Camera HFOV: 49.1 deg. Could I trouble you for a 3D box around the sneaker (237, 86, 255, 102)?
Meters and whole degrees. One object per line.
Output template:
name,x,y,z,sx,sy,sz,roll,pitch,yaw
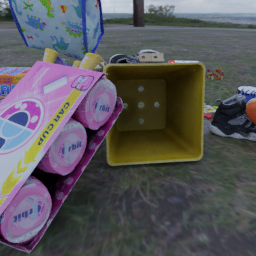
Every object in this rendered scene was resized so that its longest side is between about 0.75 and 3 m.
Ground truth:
sneaker,3.923,-0.692,8.256,1.576,1.103,2.729,4,8,27

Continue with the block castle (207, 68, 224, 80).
block castle,4.213,-2.635,13.498,0.628,0.441,0.940,0,24,0

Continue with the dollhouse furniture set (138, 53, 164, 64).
dollhouse furniture set,1.038,-2.417,12.617,1.136,1.143,1.622,-1,53,0

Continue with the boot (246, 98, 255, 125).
boot,3.363,0.080,6.437,1.046,0.732,1.950,-25,58,-26

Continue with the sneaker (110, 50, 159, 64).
sneaker,0.448,-3.300,14.345,2.797,1.056,1.592,-6,24,0

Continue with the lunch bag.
lunch bag,-1.904,-3.315,7.556,2.190,2.575,1.641,13,65,8

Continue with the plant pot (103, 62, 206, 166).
plant pot,0.458,-0.446,6.760,2.123,2.123,1.872,-3,11,-7

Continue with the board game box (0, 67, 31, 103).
board game box,-3.691,-1.210,9.156,1.318,1.317,1.317,2,23,4

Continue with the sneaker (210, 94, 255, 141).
sneaker,3.177,-0.288,7.345,1.911,1.088,0.721,6,24,13

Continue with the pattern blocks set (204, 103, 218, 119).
pattern blocks set,2.604,-0.605,9.307,1.063,0.098,1.209,-13,26,-27

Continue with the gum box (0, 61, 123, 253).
gum box,-1.483,0.199,4.600,1.640,0.955,2.889,17,64,33

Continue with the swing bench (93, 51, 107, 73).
swing bench,-1.050,-2.431,12.080,1.667,1.082,1.659,28,17,-16

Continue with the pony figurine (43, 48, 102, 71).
pony figurine,-1.707,-0.426,6.223,2.425,2.512,2.091,15,-5,30

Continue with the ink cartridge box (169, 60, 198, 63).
ink cartridge box,2.476,-3.068,14.281,2.307,0.581,1.257,3,24,5
